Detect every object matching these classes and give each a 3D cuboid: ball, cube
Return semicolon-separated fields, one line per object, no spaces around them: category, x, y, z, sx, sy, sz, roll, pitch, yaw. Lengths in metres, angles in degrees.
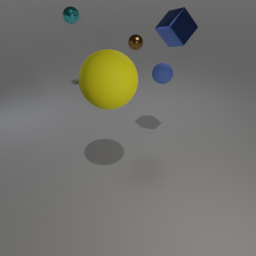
ball;1.155;-1.822;9.368;0.700;0.700;0.700;0;31;0
cube;1.303;-2.705;7.573;0.700;0.700;0.700;-52;30;-7
ball;0.355;-3.940;12.878;0.700;0.700;0.700;0;31;0
ball;-2.407;-4.759;11.829;0.700;0.700;0.700;0;31;0
ball;-0.465;-1.138;6.636;1.400;1.400;1.400;0;31;0
